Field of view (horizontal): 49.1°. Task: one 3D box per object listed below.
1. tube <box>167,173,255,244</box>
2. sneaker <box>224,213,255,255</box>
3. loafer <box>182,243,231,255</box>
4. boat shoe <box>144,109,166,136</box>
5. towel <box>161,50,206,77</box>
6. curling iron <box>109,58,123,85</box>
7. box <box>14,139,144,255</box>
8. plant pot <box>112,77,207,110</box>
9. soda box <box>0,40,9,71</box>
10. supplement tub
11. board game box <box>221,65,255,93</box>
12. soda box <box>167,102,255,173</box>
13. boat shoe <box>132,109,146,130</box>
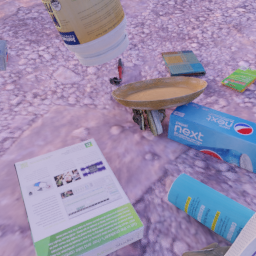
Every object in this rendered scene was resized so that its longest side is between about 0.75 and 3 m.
[{"bbox_3d":[2.176,1.923,5.632,2.908,1.126,0.733,28,44,33],"label":"tube"},{"bbox_3d":[2.492,2.225,4.620,1.340,2.351,0.852,34,11,14],"label":"sneaker"},{"bbox_3d":[1.615,2.500,5.392,1.294,0.486,0.451,2,29,-4],"label":"loafer"},{"bbox_3d":[0.855,-0.484,8.557,0.621,0.679,1.816,-9,41,-2],"label":"boat shoe"},{"bbox_3d":[2.214,-2.640,11.388,1.427,0.211,1.945,-4,40,-5],"label":"towel"},{"bbox_3d":[-0.387,-2.263,10.902,0.492,0.254,1.984,2,41,4],"label":"curling iron"},{"bbox_3d":[-1.226,1.588,6.342,2.105,0.530,2.917,-17,43,-19],"label":"box"},{"bbox_3d":[0.934,-1.066,8.470,2.837,0.390,2.837,-7,21,3],"label":"plant pot"},{"bbox_3d":[-3.689,-1.760,6.499,1.638,0.520,0.559,2,55,-14],"label":"soda box"},{"bbox_3d":[-1.275,-3.567,8.332,2.122,2.939,2.122,-15,41,13],"label":"supplement tub"},{"bbox_3d":[4.213,-1.822,10.420,0.819,0.257,1.715,32,48,32],"label":"board game box"},{"bbox_3d":[2.514,0.201,7.577,2.751,0.933,0.883,23,46,24],"label":"soda box"},{"bbox_3d":[0.314,-0.301,8.598,0.371,0.404,1.130,-9,39,2],"label":"boat shoe"}]
